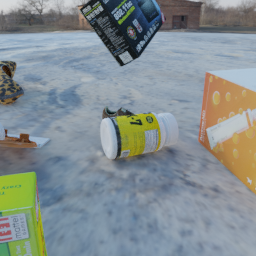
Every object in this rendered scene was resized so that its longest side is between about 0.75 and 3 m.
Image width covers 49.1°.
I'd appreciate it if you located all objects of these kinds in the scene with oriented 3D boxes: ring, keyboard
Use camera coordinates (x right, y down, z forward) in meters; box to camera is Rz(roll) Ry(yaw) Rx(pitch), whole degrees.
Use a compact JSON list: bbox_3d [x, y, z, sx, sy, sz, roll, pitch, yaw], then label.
[{"bbox_3d":[-3.190,0.042,5.286,2.879,0.276,2.879,8,-2,0],"label":"ring"},{"bbox_3d":[-2.810,0.278,6.797,1.778,0.095,0.500,6,18,13],"label":"keyboard"}]

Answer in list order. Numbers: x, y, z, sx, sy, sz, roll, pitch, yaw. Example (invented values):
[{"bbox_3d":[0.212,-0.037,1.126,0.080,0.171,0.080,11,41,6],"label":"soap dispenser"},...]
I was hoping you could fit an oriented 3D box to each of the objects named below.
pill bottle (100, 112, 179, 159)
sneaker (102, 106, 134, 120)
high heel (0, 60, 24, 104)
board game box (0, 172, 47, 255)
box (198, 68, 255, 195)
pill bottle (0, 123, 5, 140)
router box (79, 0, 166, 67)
[{"bbox_3d":[0.248,0.126,6.096,1.546,0.884,0.884,-9,24,-21],"label":"pill bottle"},{"bbox_3d":[-0.085,-0.270,7.517,1.370,0.518,0.483,7,24,18],"label":"sneaker"},{"bbox_3d":[-4.222,-1.775,10.303,2.068,1.036,2.901,-1,38,14],"label":"high heel"},{"bbox_3d":[-2.162,1.297,2.667,2.599,1.320,0.619,-6,25,-14],"label":"board game box"},{"bbox_3d":[2.614,0.011,5.230,1.355,1.730,2.781,-5,23,-12],"label":"box"},{"bbox_3d":[-3.206,0.406,5.100,1.116,1.116,2.015,6,23,15],"label":"pill bottle"},{"bbox_3d":[-0.023,-3.686,9.138,0.879,2.121,2.831,-17,32,42],"label":"router box"}]
